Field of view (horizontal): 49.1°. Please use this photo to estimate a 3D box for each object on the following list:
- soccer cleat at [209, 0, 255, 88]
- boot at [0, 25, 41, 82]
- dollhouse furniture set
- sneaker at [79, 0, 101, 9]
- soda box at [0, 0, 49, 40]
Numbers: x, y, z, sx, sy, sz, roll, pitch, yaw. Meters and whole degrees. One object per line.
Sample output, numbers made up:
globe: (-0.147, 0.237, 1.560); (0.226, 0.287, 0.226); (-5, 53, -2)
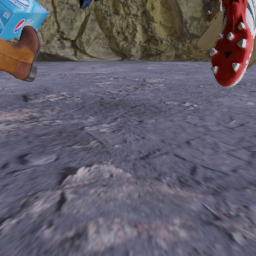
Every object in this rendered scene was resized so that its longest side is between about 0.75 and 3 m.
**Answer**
soccer cleat: (1.660, -1.415, 4.188); (0.751, 1.763, 0.605); (16, -14, -42)
boot: (-2.635, -1.831, 6.130); (0.511, 1.405, 1.492); (6, -4, 24)
dollhouse furniture set: (3.089, -3.039, 7.455); (2.360, 2.767, 1.351); (21, -30, -11)
sneaker: (-0.653, -2.403, 5.119); (0.355, 0.341, 0.906); (-2, 3, -28)
soda box: (-3.465, -3.438, 8.525); (0.929, 0.983, 2.897); (38, 19, -13)
